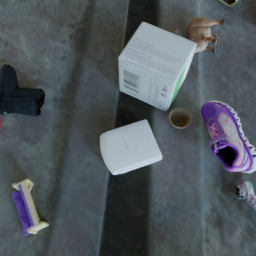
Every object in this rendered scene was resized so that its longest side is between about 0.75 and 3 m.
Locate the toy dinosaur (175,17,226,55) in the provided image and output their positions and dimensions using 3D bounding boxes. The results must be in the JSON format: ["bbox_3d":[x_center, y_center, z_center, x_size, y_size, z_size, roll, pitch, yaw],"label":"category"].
[{"bbox_3d":[2.781,-3.851,11.482,1.917,1.214,2.829,19,62,15],"label":"toy dinosaur"}]

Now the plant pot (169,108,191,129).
[{"bbox_3d":[1.877,-0.303,10.273,0.821,0.379,0.821,1,66,-3],"label":"plant pot"}]

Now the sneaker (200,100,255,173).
[{"bbox_3d":[3.204,0.292,9.439,1.247,1.135,2.821,-10,63,-32],"label":"sneaker"}]

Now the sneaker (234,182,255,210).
[{"bbox_3d":[3.827,2.312,9.148,0.716,0.398,1.024,-14,58,-5],"label":"sneaker"}]

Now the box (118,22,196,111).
[{"bbox_3d":[0.982,-2.157,10.151,2.136,2.125,1.830,25,68,11],"label":"box"}]

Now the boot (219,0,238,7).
[{"bbox_3d":[5.240,-6.195,12.685,2.185,0.788,1.690,24,67,16],"label":"boot"}]

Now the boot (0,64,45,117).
[{"bbox_3d":[-3.956,-1.406,10.533,1.719,0.781,2.046,2,73,5],"label":"boot"}]

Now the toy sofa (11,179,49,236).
[{"bbox_3d":[-3.206,2.520,8.873,0.793,0.673,1.626,-24,68,-11],"label":"toy sofa"}]

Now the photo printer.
[{"bbox_3d":[0.021,0.674,9.692,1.900,0.660,1.581,-17,67,-8],"label":"photo printer"}]
